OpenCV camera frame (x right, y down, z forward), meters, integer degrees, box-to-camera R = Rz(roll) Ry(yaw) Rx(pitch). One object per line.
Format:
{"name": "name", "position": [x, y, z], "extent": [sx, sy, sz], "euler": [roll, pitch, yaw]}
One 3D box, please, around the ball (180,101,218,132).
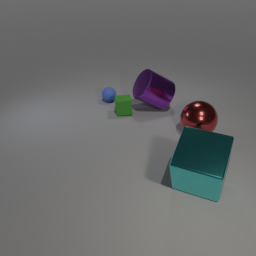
{"name": "ball", "position": [2.697, -0.341, 10.672], "extent": [1.400, 1.400, 1.400], "euler": [0, 31, 0]}

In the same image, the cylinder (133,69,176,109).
{"name": "cylinder", "position": [1.147, -1.711, 12.489], "extent": [1.400, 1.400, 1.400], "euler": [21, 21, -27]}

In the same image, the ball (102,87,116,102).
{"name": "ball", "position": [-0.908, -1.620, 13.460], "extent": [0.700, 0.700, 0.700], "euler": [0, 31, 0]}

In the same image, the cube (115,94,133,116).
{"name": "cube", "position": [-0.200, -1.017, 12.413], "extent": [0.700, 0.700, 0.700], "euler": [-6, 29, -3]}

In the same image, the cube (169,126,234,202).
{"name": "cube", "position": [2.088, 1.015, 7.982], "extent": [1.400, 1.400, 1.400], "euler": [14, 56, 22]}
